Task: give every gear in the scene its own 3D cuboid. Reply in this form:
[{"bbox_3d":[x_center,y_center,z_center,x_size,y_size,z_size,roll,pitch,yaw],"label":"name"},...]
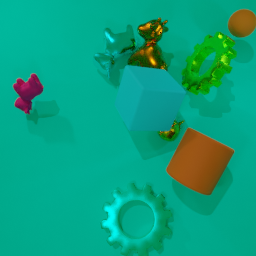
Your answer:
[{"bbox_3d":[0.236,2.596,8.012,1.981,0.366,1.981,0,76,0],"label":"gear"},{"bbox_3d":[2.349,-1.906,8.352,0.347,1.877,1.877,22,76,-25],"label":"gear"}]

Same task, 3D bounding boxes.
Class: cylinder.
[{"bbox_3d":[1.892,0.865,7.429,1.336,1.336,1.336,27,96,6],"label":"cylinder"}]

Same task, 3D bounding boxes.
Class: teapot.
[{"bbox_3d":[1.280,-0.004,8.452,1.219,0.597,0.758,-18,68,-45],"label":"teapot"}]

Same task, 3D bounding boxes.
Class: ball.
[{"bbox_3d":[3.514,-3.212,8.620,0.828,0.828,0.828,0,76,0],"label":"ball"}]

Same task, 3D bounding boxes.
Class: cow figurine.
[{"bbox_3d":[-0.363,-2.454,9.017,1.624,0.892,1.598,-12,74,-7],"label":"cow figurine"},{"bbox_3d":[-2.939,-0.978,8.355,1.107,1.089,0.608,-16,36,12],"label":"cow figurine"},{"bbox_3d":[0.776,-2.330,8.544,1.711,0.954,1.738,-43,70,35],"label":"cow figurine"}]

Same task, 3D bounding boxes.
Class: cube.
[{"bbox_3d":[0.551,-0.802,7.716,1.301,1.301,1.301,1,37,-25],"label":"cube"}]
